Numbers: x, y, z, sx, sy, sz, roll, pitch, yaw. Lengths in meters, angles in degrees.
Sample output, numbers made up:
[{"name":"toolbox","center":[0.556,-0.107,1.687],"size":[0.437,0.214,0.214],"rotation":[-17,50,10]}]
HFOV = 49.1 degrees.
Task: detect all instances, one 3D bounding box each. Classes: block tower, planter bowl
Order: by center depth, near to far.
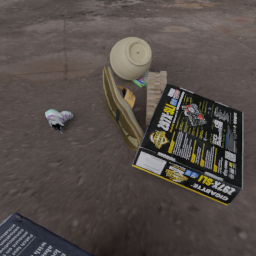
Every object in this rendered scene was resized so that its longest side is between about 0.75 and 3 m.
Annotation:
[{"name":"block tower","center":[0.907,-0.934,8.886],"size":[0.688,0.643,2.380],"rotation":[5,42,3]},{"name":"planter bowl","center":[0.219,-2.571,10.001],"size":[1.541,1.541,1.037],"rotation":[-13,2,-18]}]

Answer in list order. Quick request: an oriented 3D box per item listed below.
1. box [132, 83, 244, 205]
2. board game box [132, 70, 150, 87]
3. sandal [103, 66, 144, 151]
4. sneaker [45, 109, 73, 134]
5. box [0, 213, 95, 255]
[{"name":"box","center":[1.610,0.189,6.847],"size":[2.265,0.700,2.836],"rotation":[21,42,5]},{"name":"board game box","center":[0.568,-2.019,11.059],"size":[0.888,0.192,1.320],"rotation":[-16,38,-23]},{"name":"sandal","center":[-0.069,-0.595,7.862],"size":[0.730,1.085,2.703],"rotation":[-17,61,-21]},{"name":"sneaker","center":[-1.938,-0.141,8.173],"size":[0.989,0.384,0.692],"rotation":[2,64,-55]},{"name":"box","center":[-0.360,2.559,2.601],"size":[2.996,2.217,1.563],"rotation":[17,39,24]}]
